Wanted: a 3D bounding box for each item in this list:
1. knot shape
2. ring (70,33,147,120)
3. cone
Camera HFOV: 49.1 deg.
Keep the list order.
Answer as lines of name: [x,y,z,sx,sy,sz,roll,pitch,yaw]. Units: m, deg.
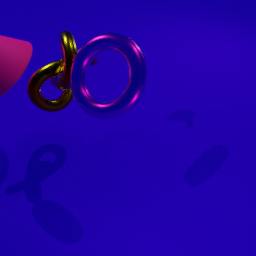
knot shape: [-1.382,-1.327,6.387,0.863,1.868,1.748,34,32,-4]
ring: [-0.382,-0.925,5.033,1.549,1.549,0.310,27,12,23]
cone: [-3.191,-1.700,5.969,1.558,1.564,1.558,-20,52,29]
